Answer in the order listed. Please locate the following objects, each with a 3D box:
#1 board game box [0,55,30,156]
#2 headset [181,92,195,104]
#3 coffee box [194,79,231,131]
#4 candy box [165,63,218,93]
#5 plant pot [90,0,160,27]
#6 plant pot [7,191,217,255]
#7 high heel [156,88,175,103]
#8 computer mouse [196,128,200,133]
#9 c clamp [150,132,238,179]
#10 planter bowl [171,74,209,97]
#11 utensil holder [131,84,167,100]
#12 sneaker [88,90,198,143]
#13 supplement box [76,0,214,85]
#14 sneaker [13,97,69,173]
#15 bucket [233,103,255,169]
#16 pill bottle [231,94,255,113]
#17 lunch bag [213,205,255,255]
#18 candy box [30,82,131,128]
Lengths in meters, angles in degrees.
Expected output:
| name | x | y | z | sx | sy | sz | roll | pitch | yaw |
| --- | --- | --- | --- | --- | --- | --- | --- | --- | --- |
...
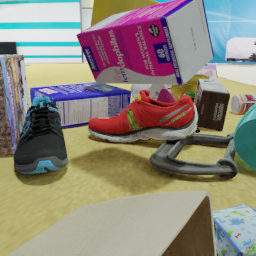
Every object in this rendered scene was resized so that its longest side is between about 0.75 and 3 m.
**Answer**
| name | x | y | z | sx | sy | sz | roll | pitch | yaw |
| --- | --- | --- | --- | --- | --- | --- | --- | --- | --- |
| board game box | -3.403 | -0.717 | 7.071 | 1.305 | 2.148 | 2.694 | -4 | 16 | -9 |
| headset | 2.794 | -1.008 | 10.396 | 1.146 | 0.872 | 1.856 | -11 | 35 | -32 |
| coffee box | 2.592 | -0.805 | 8.934 | 0.808 | 1.145 | 2.026 | 9 | 21 | 7 |
| candy box | 2.539 | -2.313 | 13.523 | 2.254 | 0.961 | 2.687 | -8 | 1 | -28 |
| plant pot | 0.155 | -3.029 | 9.358 | 2.041 | 2.314 | 2.313 | 3 | -7 | 17 |
| plant pot | -0.129 | 1.245 | 2.032 | 1.179 | 1.330 | 1.331 | 0 | 13 | 35 |
| high heel | 1.382 | -0.895 | 9.459 | 0.823 | 1.173 | 2.441 | 2 | 16 | 8 |
| computer mouse | 1.818 | -0.087 | 8.460 | 0.323 | 0.187 | 1.102 | -6 | 18 | -25 |
| c clamp | 1.897 | 0.466 | 6.146 | 2.470 | 0.392 | 2.892 | 9 | 18 | 29 |
| planter bowl | 2.754 | -1.591 | 12.209 | 1.684 | 0.701 | 1.684 | -7 | -22 | -3 |
| utensil holder | 0.894 | -1.533 | 11.852 | 1.105 | 1.105 | 1.301 | -8 | 19 | -26 |
| sneaker | 0.297 | -0.355 | 7.231 | 2.926 | 1.242 | 1.127 | -4 | 14 | 20 |
| supplement box | 0.248 | -1.490 | 5.036 | 2.127 | 1.076 | 1.099 | 10 | 42 | 45 |
| sneaker | -1.940 | 0.072 | 6.094 | 1.060 | 1.186 | 2.896 | -5 | 17 | -18 |
| bucket | 2.820 | 0.161 | 5.507 | 1.388 | 1.388 | 0.903 | 13 | 33 | 38 |
| pill bottle | 4.513 | -0.895 | 10.345 | 1.237 | 0.699 | 0.699 | -1 | 16 | -7 |
| lunch bag | 1.308 | 1.236 | 3.261 | 0.688 | 0.516 | 0.810 | -4 | 26 | -14 |
| candy box | -1.655 | -0.874 | 9.599 | 2.751 | 1.060 | 2.326 | -9 | 20 | -32 |
